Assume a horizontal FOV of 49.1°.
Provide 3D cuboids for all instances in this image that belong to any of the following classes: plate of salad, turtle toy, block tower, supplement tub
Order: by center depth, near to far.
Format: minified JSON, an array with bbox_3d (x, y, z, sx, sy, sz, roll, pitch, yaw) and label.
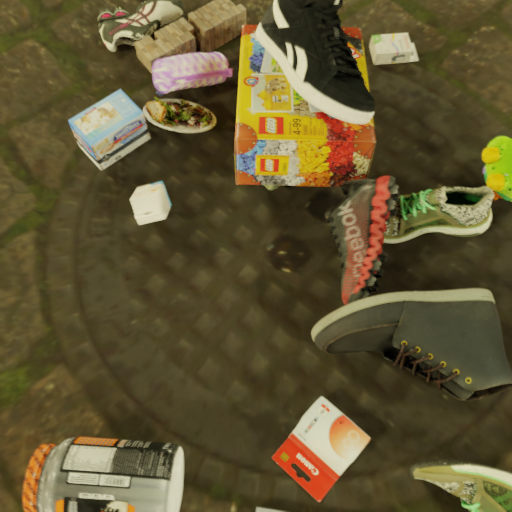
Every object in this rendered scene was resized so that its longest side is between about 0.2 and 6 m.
[{"bbox_3d":[-2.121,3.262,7.989,2.038,1.248,1.248,3,64,2],"label":"supplement tub"},{"bbox_3d":[4.802,-1.651,10.622,1.162,0.806,1.594,1,63,1],"label":"turtle toy"},{"bbox_3d":[-1.517,-2.878,11.211,1.468,0.353,1.468,9,37,-7],"label":"plate of salad"},{"bbox_3d":[-1.395,-4.772,12.216,2.478,0.669,0.716,-33,70,-16],"label":"block tower"}]

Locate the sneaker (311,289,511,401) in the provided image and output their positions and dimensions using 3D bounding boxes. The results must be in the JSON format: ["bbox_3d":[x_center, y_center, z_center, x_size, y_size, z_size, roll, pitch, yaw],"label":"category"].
[{"bbox_3d":[2.528,1.516,8.854,3.127,1.170,1.661,-8,61,-5],"label":"sneaker"}]

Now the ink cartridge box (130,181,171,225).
[{"bbox_3d":[-1.917,-0.949,10.180,0.529,0.515,0.823,-14,23,5],"label":"ink cartridge box"}]

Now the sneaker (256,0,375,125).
[{"bbox_3d":[1.147,-3.715,9.288,1.139,1.744,3.118,-8,50,-38],"label":"sneaker"}]

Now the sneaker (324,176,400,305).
[{"bbox_3d":[1.698,-0.268,9.676,1.173,0.849,2.402,10,82,18],"label":"sneaker"}]

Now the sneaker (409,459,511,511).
[{"bbox_3d":[3.483,3.689,7.994,2.659,1.022,1.178,15,73,10],"label":"sneaker"}]

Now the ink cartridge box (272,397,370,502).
[{"bbox_3d":[0.997,2.961,8.668,0.998,0.309,1.231,39,68,17],"label":"ink cartridge box"}]

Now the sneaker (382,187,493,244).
[{"bbox_3d":[3.040,-0.931,10.064,2.556,1.133,0.983,-6,63,2],"label":"sneaker"}]

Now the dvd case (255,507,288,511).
[{"bbox_3d":[0.821,4.470,7.969,1.876,0.232,1.410,8,64,3],"label":"dvd case"}]

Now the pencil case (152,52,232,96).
[{"bbox_3d":[-1.325,-3.745,11.398,0.711,0.698,1.663,26,39,36],"label":"pencil case"}]

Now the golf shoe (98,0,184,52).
[{"bbox_3d":[-2.497,-5.112,12.459,1.957,0.755,0.862,-16,82,-2],"label":"golf shoe"}]

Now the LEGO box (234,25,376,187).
[{"bbox_3d":[0.853,-2.918,10.737,2.415,1.251,3.243,1,56,0],"label":"LEGO box"}]

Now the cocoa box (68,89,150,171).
[{"bbox_3d":[-2.863,-2.484,11.017,1.251,0.821,0.834,-37,70,-16],"label":"cocoa box"}]

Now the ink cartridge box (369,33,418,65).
[{"bbox_3d":[3.054,-4.556,12.293,1.010,0.340,0.592,-5,64,-3],"label":"ink cartridge box"}]

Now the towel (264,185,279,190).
[{"bbox_3d":[0.475,-1.937,11.002,1.486,0.271,1.102,-37,64,-23],"label":"towel"}]
